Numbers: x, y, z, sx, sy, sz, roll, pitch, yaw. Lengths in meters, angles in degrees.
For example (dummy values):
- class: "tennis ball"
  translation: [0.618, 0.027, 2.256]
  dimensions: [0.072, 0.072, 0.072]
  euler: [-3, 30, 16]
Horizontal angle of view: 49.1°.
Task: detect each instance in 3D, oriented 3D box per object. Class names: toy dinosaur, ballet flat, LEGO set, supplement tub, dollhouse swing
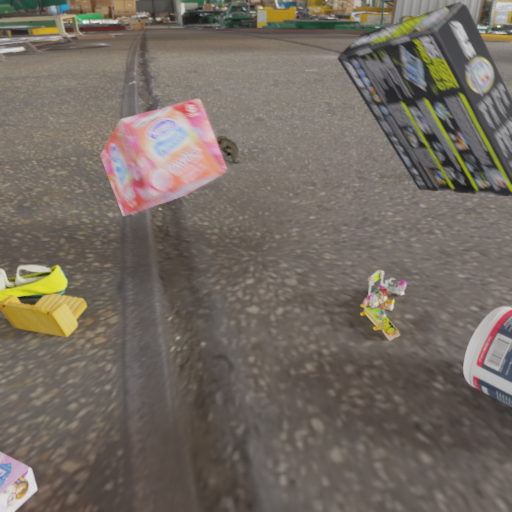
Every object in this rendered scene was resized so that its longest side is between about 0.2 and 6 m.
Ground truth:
- class: "toy dinosaur"
  translation: [-0.898, -3.239, 16.688]
  dimensions: [0.856, 0.644, 1.673]
  euler: [-26, 35, -29]
- class: "ballet flat"
  translation: [-4.242, 0.479, 9.805]
  dimensions: [1.742, 0.584, 0.582]
  euler: [-9, 28, -15]
- class: "LEGO set"
  translation: [2.108, 0.726, 9.355]
  dimensions: [0.709, 0.574, 1.541]
  euler: [8, 29, 15]
- class: "supplement tub"
  translation: [3.734, 1.503, 7.239]
  dimensions: [1.214, 1.214, 1.730]
  euler: [-23, 35, -36]
- class: "dollhouse swing"
  translation: [-3.388, 0.765, 9.092]
  dimensions: [0.985, 0.895, 0.866]
  euler: [7, 50, 15]

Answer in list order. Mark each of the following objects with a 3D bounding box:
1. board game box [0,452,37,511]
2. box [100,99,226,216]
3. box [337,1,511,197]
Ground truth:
- class: "board game box"
  translation: [-3.753, 2.676, 5.913]
  dimensions: [1.917, 0.395, 1.922]
  euler: [14, 31, 24]
- class: "box"
  translation: [-1.411, -1.331, 8.031]
  dimensions: [1.130, 1.043, 2.203]
  euler: [-21, 5, -21]
- class: "box"
  translation: [3.103, -2.472, 9.606]
  dimensions: [0.707, 3.195, 2.559]
  euler: [-45, 23, -12]
